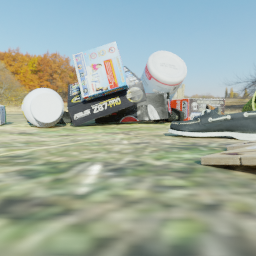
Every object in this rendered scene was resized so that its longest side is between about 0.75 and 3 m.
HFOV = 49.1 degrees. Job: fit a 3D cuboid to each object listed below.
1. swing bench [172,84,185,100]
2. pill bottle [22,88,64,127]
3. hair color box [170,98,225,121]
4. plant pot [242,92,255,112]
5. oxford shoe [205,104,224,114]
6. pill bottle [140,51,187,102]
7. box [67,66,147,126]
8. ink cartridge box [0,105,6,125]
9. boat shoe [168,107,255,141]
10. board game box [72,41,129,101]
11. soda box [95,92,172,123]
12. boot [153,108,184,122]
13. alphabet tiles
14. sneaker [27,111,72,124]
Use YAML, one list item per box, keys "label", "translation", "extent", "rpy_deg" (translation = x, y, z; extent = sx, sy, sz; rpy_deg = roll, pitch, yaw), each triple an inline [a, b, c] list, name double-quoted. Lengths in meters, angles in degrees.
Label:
- label: "swing bench"
  translation: [1.670, -1.415, 15.506]
  extent: [2.792, 1.821, 2.806]
  rpy_deg: [2, 13, 16]
- label: "pill bottle"
  translation: [-2.371, -0.557, 7.786]
  extent: [1.057, 1.057, 1.887]
  rpy_deg: [-2, 4, -23]
- label: "hair color box"
  translation: [2.467, -0.736, 11.672]
  extent: [1.608, 0.927, 2.899]
  rpy_deg: [0, 2, -18]
- label: "plant pot"
  translation: [3.989, -0.541, 8.271]
  extent: [1.256, 1.256, 1.193]
  rpy_deg: [0, -9, -4]
- label: "oxford shoe"
  translation: [2.861, -0.428, 9.235]
  extent: [0.666, 0.667, 1.869]
  rpy_deg: [6, 4, 17]
- label: "pill bottle"
  translation: [1.090, -1.508, 10.618]
  extent: [1.427, 1.427, 2.624]
  rpy_deg: [-1, -30, -16]
- label: "box"
  translation: [-0.778, -1.122, 8.795]
  extent: [2.191, 0.667, 2.718]
  rpy_deg: [-18, 24, -3]
- label: "ink cartridge box"
  translation: [-4.505, -0.409, 8.803]
  extent: [1.101, 0.636, 1.508]
  rpy_deg: [-1, 4, -18]
- label: "boat shoe"
  translation: [1.576, -0.098, 4.850]
  extent: [1.786, 0.539, 0.675]
  rpy_deg: [2, 4, 23]
- label: "board game box"
  translation: [-0.710, -1.467, 7.265]
  extent: [1.198, 1.223, 0.342]
  rpy_deg: [-15, -10, 6]
- label: "soda box"
  translation: [0.142, -0.678, 9.609]
  extent: [2.577, 0.912, 0.816]
  rpy_deg: [-4, 5, 18]
- label: "boot"
  translation: [1.364, -0.507, 10.629]
  extent: [1.103, 0.555, 1.475]
  rpy_deg: [1, 4, -13]
- label: "alphabet tiles"
  translation: [2.061, 0.087, 2.601]
  extent: [2.600, 0.098, 2.173]
  rpy_deg: [-7, -2, -31]
- label: "sneaker"
  translation: [-2.535, -0.526, 9.679]
  extent: [1.856, 0.760, 0.679]
  rpy_deg: [-3, 4, -42]
